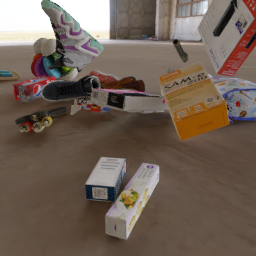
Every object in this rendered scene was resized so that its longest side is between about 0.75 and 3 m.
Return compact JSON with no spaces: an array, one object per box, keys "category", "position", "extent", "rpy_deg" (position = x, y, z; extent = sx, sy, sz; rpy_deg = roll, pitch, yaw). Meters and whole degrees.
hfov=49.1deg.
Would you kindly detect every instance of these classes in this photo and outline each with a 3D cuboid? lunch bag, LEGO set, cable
[{"category":"lunch bag","position":[3.298,-0.986,9.439],"extent":[2.174,1.346,1.848],"rpy_deg":[-1,19,-25]},{"category":"LEGO set","position":[-0.525,-0.693,10.165],"extent":[2.994,0.735,2.237],"rpy_deg":[15,13,32]},{"category":"cable","position":[-2.722,-0.258,9.043],"extent":[1.150,0.596,2.369],"rpy_deg":[-13,6,9]}]

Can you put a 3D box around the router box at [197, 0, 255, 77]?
[{"category":"router box","position":[3.512,-3.573,9.441],"extent":[0.671,2.466,2.748],"rpy_deg":[6,50,-16]}]

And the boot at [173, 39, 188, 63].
[{"category":"boot","position":[1.689,-2.570,9.167],"extent":[0.275,0.758,0.689],"rpy_deg":[-36,28,18]}]

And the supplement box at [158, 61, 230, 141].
[{"category":"supplement box","position":[1.823,-0.854,8.155],"extent":[1.418,0.827,2.250],"rpy_deg":[-21,40,8]}]

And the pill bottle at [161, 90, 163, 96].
[{"category":"pill bottle","position":[2.125,-1.674,12.102],"extent":[1.322,0.742,0.742],"rpy_deg":[-4,21,-7]}]

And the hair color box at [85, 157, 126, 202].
[{"category":"hair color box","position":[-0.409,0.980,5.531],"extent":[0.569,0.344,1.137],"rpy_deg":[3,21,9]}]

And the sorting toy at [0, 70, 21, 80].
[{"category":"sorting toy","position":[-7.741,-3.124,16.425],"extent":[2.372,0.433,2.196],"rpy_deg":[-13,24,-30]}]

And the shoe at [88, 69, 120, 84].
[{"category":"shoe","position":[-1.309,-2.324,14.100],"extent":[1.880,0.672,0.855],"rpy_deg":[24,53,23]}]

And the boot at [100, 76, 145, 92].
[{"category":"boot","position":[-0.236,-1.936,13.079],"extent":[1.745,0.598,1.643],"rpy_deg":[-17,40,-23]}]

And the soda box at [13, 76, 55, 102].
[{"category":"soda box","position":[-4.044,-1.767,12.328],"extent":[0.678,0.748,2.137],"rpy_deg":[7,22,17]}]

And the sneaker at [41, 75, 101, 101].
[{"category":"sneaker","position":[-2.198,-1.603,11.268],"extent":[2.284,0.868,1.650],"rpy_deg":[-14,9,-34]}]

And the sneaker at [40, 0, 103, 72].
[{"category":"sneaker","position":[-1.597,-1.997,6.740],"extent":[1.926,1.347,0.749],"rpy_deg":[35,11,-46]}]

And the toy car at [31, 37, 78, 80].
[{"category":"toy car","position":[-4.381,-3.562,15.645],"extent":[2.082,2.430,2.776],"rpy_deg":[-47,40,-16]}]

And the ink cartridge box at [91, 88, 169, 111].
[{"category":"ink cartridge box","position":[0.296,-0.927,9.367],"extent":[1.395,0.546,2.947],"rpy_deg":[17,12,37]}]

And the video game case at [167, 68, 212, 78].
[{"category":"video game case","position":[3.162,-2.049,12.428],"extent":[2.301,0.253,2.098],"rpy_deg":[19,2,-45]}]

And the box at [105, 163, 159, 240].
[{"category":"box","position":[0.141,1.188,4.940],"extent":[0.355,0.380,1.836],"rpy_deg":[8,21,20]}]
